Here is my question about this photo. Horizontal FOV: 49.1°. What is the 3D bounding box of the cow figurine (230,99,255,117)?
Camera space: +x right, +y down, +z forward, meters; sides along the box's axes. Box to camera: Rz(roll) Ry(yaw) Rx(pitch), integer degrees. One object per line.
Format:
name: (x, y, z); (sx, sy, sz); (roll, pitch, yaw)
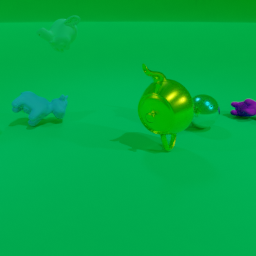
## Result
cow figurine: (3.536, -0.526, 7.892); (0.986, 0.550, 1.002); (8, -7, -30)

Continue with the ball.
ball: (1.902, -0.428, 7.181); (0.870, 0.870, 0.870); (0, 23, 0)

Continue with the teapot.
teapot: (0.706, -0.440, 5.874); (1.226, 1.971, 0.965); (1, 23, 42)

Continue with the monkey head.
monkey head: (-1.833, -2.512, 7.299); (0.973, 0.815, 1.353); (23, -19, -39)

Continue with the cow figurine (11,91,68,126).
cow figurine: (-2.284, -0.625, 7.490); (1.240, 0.681, 1.220); (39, 61, -1)
